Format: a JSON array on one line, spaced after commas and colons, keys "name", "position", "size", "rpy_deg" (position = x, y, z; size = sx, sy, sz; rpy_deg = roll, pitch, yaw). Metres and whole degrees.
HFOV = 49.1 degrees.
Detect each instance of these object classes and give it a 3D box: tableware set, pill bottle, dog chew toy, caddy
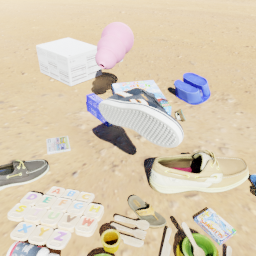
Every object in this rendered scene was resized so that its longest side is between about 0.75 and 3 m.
[{"name": "tableware set", "position": [0.719, 2.822, 5.825], "size": [2.994, 0.459, 2.017], "rpy_deg": [12, 39, 14]}, {"name": "pill bottle", "position": [-1.974, 2.770, 5.862], "size": [0.988, 0.591, 0.591], "rpy_deg": [8, 34, 11]}, {"name": "dog chew toy", "position": [-0.538, -2.819, 9.844], "size": [1.193, 1.193, 1.915], "rpy_deg": [12, 58, 18]}, {"name": "caddy", "position": [2.844, -1.694, 12.465], "size": [1.200, 0.891, 1.697], "rpy_deg": [-39, 46, -13]}]

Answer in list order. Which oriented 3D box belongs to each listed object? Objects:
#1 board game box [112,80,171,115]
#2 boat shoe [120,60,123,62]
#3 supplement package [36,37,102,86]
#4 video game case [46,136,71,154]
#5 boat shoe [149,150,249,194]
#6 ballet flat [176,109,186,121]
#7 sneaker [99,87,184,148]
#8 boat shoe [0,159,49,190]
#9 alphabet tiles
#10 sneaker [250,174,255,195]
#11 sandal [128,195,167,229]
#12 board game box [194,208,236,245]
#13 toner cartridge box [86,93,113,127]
[{"name": "board game box", "position": [0.488, -1.281, 12.141], "size": [2.019, 0.488, 2.670], "rpy_deg": [-7, 33, -10]}, {"name": "boat shoe", "position": [-1.082, -4.049, 16.220], "size": [1.903, 0.650, 0.703], "rpy_deg": [-19, 38, -27]}, {"name": "supplement package", "position": [-3.048, -3.554, 14.667], "size": [2.736, 1.517, 2.131], "rpy_deg": [28, 42, 34]}, {"name": "video game case", "position": [-2.407, 0.581, 9.668], "size": [0.758, 0.092, 0.833], "rpy_deg": [-9, 34, -13]}, {"name": "boat shoe", "position": [2.091, 1.165, 7.947], "size": [2.969, 0.986, 1.099], "rpy_deg": [-7, 34, -10]}, {"name": "ballet flat", "position": [2.069, -0.483, 11.160], "size": [0.313, 0.294, 0.866], "rpy_deg": [-18, 32, 9]}, {"name": "sneaker", "position": [0.371, -0.341, 5.830], "size": [2.162, 0.848, 0.859], "rpy_deg": [25, 52, 39]}, {"name": "boat shoe", "position": [-3.291, 1.278, 8.136], "size": [1.970, 0.593, 0.702], "rpy_deg": [-17, 37, -24]}, {"name": "alphabet tiles", "position": [-1.740, 2.069, 6.883], "size": [2.167, 0.158, 2.120], "rpy_deg": [7, 20, 12]}, {"name": "sneaker", "position": [3.666, 1.645, 7.799], "size": [0.509, 0.351, 0.915], "rpy_deg": [-8, 40, -27]}, {"name": "sandal", "position": [0.445, 2.086, 7.133], "size": [0.510, 0.343, 1.270], "rpy_deg": [-22, 39, -30]}, {"name": "board game box", "position": [2.120, 2.391, 6.849], "size": [0.566, 0.144, 0.837], "rpy_deg": [-20, 38, -28]}, {"name": "toner cartridge box", "position": [-1.100, -0.738, 11.078], "size": [0.343, 0.754, 1.587], "rpy_deg": [-22, 40, -30]}]
